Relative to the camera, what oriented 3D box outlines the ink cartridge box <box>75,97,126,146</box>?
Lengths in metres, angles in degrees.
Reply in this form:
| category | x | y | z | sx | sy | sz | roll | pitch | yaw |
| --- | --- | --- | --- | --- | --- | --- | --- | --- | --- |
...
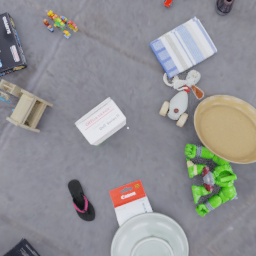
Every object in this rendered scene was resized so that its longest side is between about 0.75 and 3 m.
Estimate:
| category | x | y | z | sx | sy | sz | roll | pitch | yaw |
| --- | --- | --- | --- | --- | --- | --- | --- | --- | --- |
| ink cartridge box | -0.767 | -0.122 | 8.566 | 1.298 | 2.216 | 0.746 | -37 | 86 | -3 |

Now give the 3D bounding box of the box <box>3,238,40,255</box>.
| category | x | y | z | sx | sy | sz | roll | pitch | yaw |
| --- | --- | --- | --- | --- | --- | --- | --- | --- | --- |
| box | -3.075 | 4.934 | 8.082 | 1.356 | 2.371 | 2.604 | -43 | 86 | -3 |

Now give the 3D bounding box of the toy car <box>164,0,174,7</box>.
| category | x | y | z | sx | sy | sz | roll | pitch | yaw |
| --- | --- | --- | --- | --- | --- | --- | --- | --- | --- |
| toy car | 1.749 | -4.762 | 9.944 | 0.985 | 0.233 | 1.047 | 1 | 86 | 0 |

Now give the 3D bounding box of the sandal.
| category | x | y | z | sx | sy | sz | roll | pitch | yaw |
| --- | --- | --- | --- | --- | --- | --- | --- | --- | --- |
| sandal | -1.592 | 2.444 | 9.304 | 0.568 | 0.341 | 1.513 | -27 | 86 | -2 |

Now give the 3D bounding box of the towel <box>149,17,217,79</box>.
| category | x | y | z | sx | sy | sz | roll | pitch | yaw |
| --- | --- | --- | --- | --- | --- | --- | --- | --- | --- |
| towel | 1.915 | -2.791 | 9.725 | 2.025 | 0.241 | 1.487 | -30 | 86 | -6 |

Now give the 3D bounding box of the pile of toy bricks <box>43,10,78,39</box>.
| category | x | y | z | sx | sy | sz | roll | pitch | yaw |
| --- | --- | --- | --- | --- | --- | --- | --- | --- | --- |
| pile of toy bricks | -2.388 | -3.628 | 9.623 | 1.210 | 0.597 | 0.671 | 35 | 78 | 3 |

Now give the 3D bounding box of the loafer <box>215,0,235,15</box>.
| category | x | y | z | sx | sy | sz | roll | pitch | yaw |
| --- | --- | --- | --- | --- | --- | --- | --- | --- | --- |
| loafer | 3.604 | -5.087 | 9.732 | 0.792 | 0.694 | 2.202 | 12 | 86 | 1 |

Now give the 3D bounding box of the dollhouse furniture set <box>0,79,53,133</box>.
| category | x | y | z | sx | sy | sz | roll | pitch | yaw |
| --- | --- | --- | --- | --- | --- | --- | --- | --- | --- |
| dollhouse furniture set | -3.558 | -0.717 | 9.344 | 1.547 | 1.084 | 1.090 | 25 | 86 | 26 |

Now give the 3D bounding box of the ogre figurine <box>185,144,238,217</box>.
| category | x | y | z | sx | sy | sz | roll | pitch | yaw |
| --- | --- | --- | --- | --- | --- | --- | --- | --- | --- |
| ogre figurine | 2.688 | 1.611 | 9.000 | 1.388 | 1.136 | 2.316 | -10 | 73 | 11 |

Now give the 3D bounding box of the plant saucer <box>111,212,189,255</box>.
| category | x | y | z | sx | sy | sz | roll | pitch | yaw |
| --- | --- | --- | --- | --- | --- | --- | --- | --- | --- |
| plant saucer | 0.733 | 4.009 | 8.866 | 2.545 | 0.639 | 2.545 | 0 | 93 | -4 |

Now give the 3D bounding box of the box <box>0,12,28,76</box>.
| category | x | y | z | sx | sy | sz | roll | pitch | yaw |
| --- | --- | --- | --- | --- | --- | --- | --- | --- | --- |
| box | -4.731 | -2.743 | 9.663 | 1.969 | 0.493 | 1.983 | -18 | 86 | -1 |

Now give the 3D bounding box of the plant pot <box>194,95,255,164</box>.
| category | x | y | z | sx | sy | sz | roll | pitch | yaw |
| --- | --- | --- | --- | --- | --- | --- | --- | --- | --- |
| plant pot | 3.304 | 0.039 | 9.044 | 2.549 | 0.350 | 2.549 | 5 | 59 | -8 |

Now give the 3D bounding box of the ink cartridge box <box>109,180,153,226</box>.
| category | x | y | z | sx | sy | sz | roll | pitch | yaw |
| --- | --- | --- | --- | --- | --- | --- | --- | --- | --- |
| ink cartridge box | 0.137 | 2.613 | 9.290 | 1.167 | 0.345 | 1.458 | -20 | 87 | -1 |

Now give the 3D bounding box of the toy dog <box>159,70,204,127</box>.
| category | x | y | z | sx | sy | sz | roll | pitch | yaw |
| --- | --- | --- | --- | --- | --- | --- | --- | --- | --- |
| toy dog | 1.794 | -1.055 | 9.271 | 1.319 | 0.964 | 2.001 | 7 | 85 | 1 |
